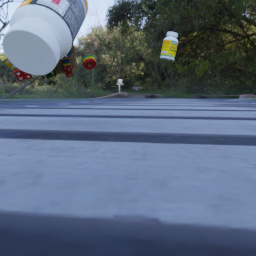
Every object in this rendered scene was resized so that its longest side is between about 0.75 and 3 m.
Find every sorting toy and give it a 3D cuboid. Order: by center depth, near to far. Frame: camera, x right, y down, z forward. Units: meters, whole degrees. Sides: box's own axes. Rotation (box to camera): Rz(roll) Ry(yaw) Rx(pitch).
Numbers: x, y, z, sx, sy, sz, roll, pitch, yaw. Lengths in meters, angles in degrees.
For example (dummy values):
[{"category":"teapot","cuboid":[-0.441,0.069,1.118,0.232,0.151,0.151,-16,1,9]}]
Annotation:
[{"category":"sorting toy","cuboid":[-2.504,-2.152,9.260,2.972,0.503,1.433,-15,-29,-11]}]

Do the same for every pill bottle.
[{"category":"pill bottle","cuboid":[-2.183,-2.862,7.676,1.654,1.654,2.842,2,49,12]},{"category":"pill bottle","cuboid":[1.592,-3.107,10.675,0.566,1.004,0.566,12,6,-1]}]
